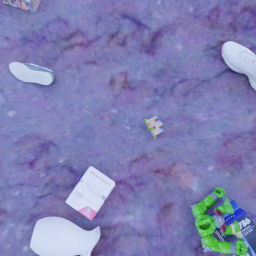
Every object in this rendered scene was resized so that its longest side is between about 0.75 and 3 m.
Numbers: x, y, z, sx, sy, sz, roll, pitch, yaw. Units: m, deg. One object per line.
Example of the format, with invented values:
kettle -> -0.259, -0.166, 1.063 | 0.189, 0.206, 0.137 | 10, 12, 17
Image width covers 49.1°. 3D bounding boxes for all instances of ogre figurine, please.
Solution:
ogre figurine -> 2.650, 2.851, 8.464 | 1.210, 0.991, 2.019 | -15, 70, 6

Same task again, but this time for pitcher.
pitcher -> -1.918, 3.553, 8.345 | 1.877, 1.138, 1.610 | 14, 86, -8

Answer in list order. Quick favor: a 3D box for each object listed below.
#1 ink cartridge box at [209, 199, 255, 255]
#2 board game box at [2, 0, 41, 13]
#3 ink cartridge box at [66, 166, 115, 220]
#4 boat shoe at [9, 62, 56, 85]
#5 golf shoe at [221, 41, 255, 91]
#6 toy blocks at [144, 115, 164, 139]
ink cartridge box -> 3.557, 3.482, 8.640 | 1.142, 0.450, 2.296 | -32, 78, -7
board game box -> -4.023, -5.150, 10.597 | 1.329, 0.643, 1.059 | 18, 77, 4
ink cartridge box -> -1.153, 2.053, 8.909 | 0.990, 0.559, 1.351 | 33, 79, 8
boat shoe -> -3.384, -1.982, 9.996 | 1.719, 0.626, 0.531 | 17, 33, 11
golf shoe -> 4.332, -2.226, 9.655 | 0.947, 1.151, 2.516 | -42, 78, -8
toy blocks -> 0.944, -0.075, 9.565 | 0.523, 0.382, 0.764 | -28, 78, -18
